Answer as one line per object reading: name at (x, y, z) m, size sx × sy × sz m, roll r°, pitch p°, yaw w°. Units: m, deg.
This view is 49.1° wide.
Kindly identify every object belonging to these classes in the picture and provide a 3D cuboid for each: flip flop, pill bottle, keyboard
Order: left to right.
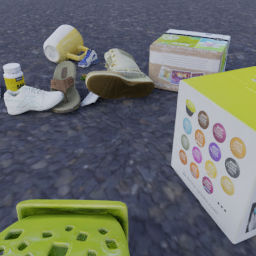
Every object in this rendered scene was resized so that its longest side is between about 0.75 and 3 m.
pill bottle at (-4.159, -1.730, 10.293) m, size 0.667 × 1.168 × 0.667 m, roll 0°, pitch 33°, yaw 0°
flip flop at (-2.303, -1.594, 10.010) m, size 1.120 × 0.795 × 2.762 m, roll -8°, pitch 52°, yaw 1°
keyboard at (-1.074, -1.478, 10.595) m, size 0.649 × 0.123 × 2.307 m, roll -10°, pitch 30°, yaw 25°

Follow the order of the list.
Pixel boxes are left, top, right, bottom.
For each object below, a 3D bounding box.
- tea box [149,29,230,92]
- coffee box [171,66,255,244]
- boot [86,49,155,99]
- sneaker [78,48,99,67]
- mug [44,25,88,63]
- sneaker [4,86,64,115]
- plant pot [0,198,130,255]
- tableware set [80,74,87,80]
tea box at (2.465, -2.661, 11.173) m, size 2.612 × 1.746 × 2.570 m, roll 13°, pitch 36°, yaw 19°
coffee box at (2.664, 0.314, 5.963) m, size 2.495 × 2.468 × 2.492 m, roll -13°, pitch 35°, yaw -19°
boot at (-0.544, -2.065, 10.183) m, size 2.670 × 0.962 × 2.065 m, roll -2°, pitch 48°, yaw -33°
sneaker at (-1.876, -3.343, 13.188) m, size 0.495 × 0.707 × 1.224 m, roll 19°, pitch 37°, yaw 28°
mug at (-3.050, -3.929, 13.383) m, size 1.935 × 1.550 × 1.589 m, roll -1°, pitch 37°, yaw 31°
sneaker at (-3.137, -0.994, 9.257) m, size 1.989 × 0.797 × 0.699 m, roll -10°, pitch 30°, yaw 1°
plant pot at (-0.841, 2.082, 3.896) m, size 1.906 × 1.915 × 1.738 m, roll 0°, pitch 27°, yaw 1°
tableware set at (-1.468, -2.172, 11.899) m, size 1.040 × 0.160 × 0.701 m, roll 6°, pitch 34°, yaw 8°
